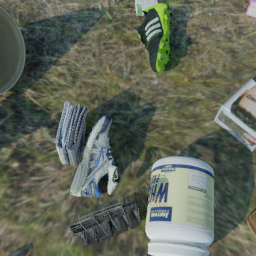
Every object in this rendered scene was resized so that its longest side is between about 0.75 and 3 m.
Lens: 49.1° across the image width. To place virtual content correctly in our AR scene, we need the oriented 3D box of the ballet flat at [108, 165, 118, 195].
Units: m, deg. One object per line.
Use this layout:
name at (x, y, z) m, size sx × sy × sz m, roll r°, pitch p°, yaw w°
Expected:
ballet flat at (-0.381, 1.335, 7.187) m, size 0.261 × 0.261 × 0.753 m, roll 2°, pitch 83°, yaw 1°

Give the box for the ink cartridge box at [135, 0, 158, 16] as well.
ink cartridge box at (0.740, -4.782, 11.050) m, size 0.848 × 0.371 × 0.616 m, roll -6°, pitch 63°, yaw -2°

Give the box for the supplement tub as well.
supplement tub at (1.263, 1.957, 6.771) m, size 1.586 × 1.586 × 2.188 m, roll 7°, pitch 62°, yaw 4°

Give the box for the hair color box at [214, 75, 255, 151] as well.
hair color box at (4.267, -0.855, 8.653) m, size 2.997 × 0.908 × 1.483 m, roll -40°, pitch 69°, yaw -18°

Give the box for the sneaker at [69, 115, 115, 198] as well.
sneaker at (-0.787, 0.807, 7.746) m, size 1.004 × 0.908 × 2.357 m, roll 20°, pitch 82°, yaw -9°

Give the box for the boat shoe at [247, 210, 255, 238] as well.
boat shoe at (3.817, 2.782, 6.841) m, size 0.710 × 0.693 × 1.877 m, roll -37°, pitch 68°, yaw -18°

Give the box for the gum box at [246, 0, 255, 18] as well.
gum box at (5.684, -4.759, 10.862) m, size 1.994 × 0.659 × 1.132 m, roll 21°, pitch 65°, yaw 11°

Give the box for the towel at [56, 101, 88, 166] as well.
towel at (-1.519, 0.179, 7.919) m, size 0.647 × 1.252 × 1.511 m, roll 8°, pitch 63°, yaw 0°

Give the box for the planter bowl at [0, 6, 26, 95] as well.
planter bowl at (-5.005, -2.432, 8.672) m, size 1.955 × 2.906 × 2.906 m, roll 14°, pitch 59°, yaw 38°

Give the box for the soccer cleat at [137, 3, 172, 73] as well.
soccer cleat at (0.909, -3.161, 9.972) m, size 1.192 × 0.993 × 2.941 m, roll -5°, pitch 63°, yaw 24°

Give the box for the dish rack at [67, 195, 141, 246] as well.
dish rack at (-0.481, 2.059, 6.352) m, size 1.618 × 2.110 × 0.575 m, roll -21°, pitch 59°, yaw -6°
